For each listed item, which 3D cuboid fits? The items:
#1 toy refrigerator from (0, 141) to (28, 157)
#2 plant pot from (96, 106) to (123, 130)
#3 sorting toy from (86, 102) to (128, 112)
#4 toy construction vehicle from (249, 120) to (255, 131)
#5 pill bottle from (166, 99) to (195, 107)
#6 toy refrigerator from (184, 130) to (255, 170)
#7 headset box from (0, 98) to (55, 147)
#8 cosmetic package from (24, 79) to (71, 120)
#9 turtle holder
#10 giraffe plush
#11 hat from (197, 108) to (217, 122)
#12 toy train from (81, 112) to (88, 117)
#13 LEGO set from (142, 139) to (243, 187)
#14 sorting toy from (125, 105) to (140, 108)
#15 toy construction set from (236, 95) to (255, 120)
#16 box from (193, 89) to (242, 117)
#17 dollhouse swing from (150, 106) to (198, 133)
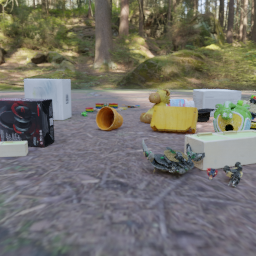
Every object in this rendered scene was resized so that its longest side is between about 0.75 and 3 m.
[{"bbox_3d":[-3.127,0.526,7.179,1.013,0.354,0.385,-2,11,-9],"label":"toy refrigerator"},{"bbox_3d":[-0.634,-0.322,10.801,0.897,0.897,0.821,7,-3,33],"label":"plant pot"},{"bbox_3d":[-1.181,-1.301,17.156,1.370,0.481,2.843,8,12,37],"label":"sorting toy"},{"bbox_3d":[4.532,-0.015,9.251,1.963,0.691,1.709,3,11,17],"label":"toy construction vehicle"},{"bbox_3d":[2.735,-1.145,15.164,1.591,0.865,0.865,-1,10,0],"label":"pill bottle"},{"bbox_3d":[2.405,0.446,6.599,2.036,0.712,0.773,-4,11,-20],"label":"toy refrigerator"},{"bbox_3d":[-3.186,-0.189,8.324,1.823,1.355,0.684,3,12,12],"label":"headset box"},{"bbox_3d":[-3.871,-1.408,13.591,1.919,1.913,1.179,2,10,9],"label":"cosmetic package"},{"bbox_3d":[3.058,-0.158,8.158,1.109,1.037,1.460,15,-25,5],"label":"turtle holder"},{"bbox_3d":[1.447,-1.025,12.657,1.585,1.490,1.837,9,13,41],"label":"giraffe plush"},{"bbox_3d":[3.390,-0.553,12.788,1.381,0.557,1.381,-7,6,1],"label":"hat"},{"bbox_3d":[-2.323,-0.734,14.858,0.246,0.182,0.871,-14,14,-18],"label":"toy train"},{"bbox_3d":[1.203,0.794,5.682,2.079,0.589,1.350,25,26,38],"label":"LEGO set"},{"bbox_3d":[0.202,-1.485,19.101,1.288,0.175,0.725,4,6,19],"label":"sorting toy"},{"bbox_3d":[5.166,-0.606,10.684,2.919,1.345,1.914,2,11,14],"label":"toy construction set"},{"bbox_3d":[4.730,-1.397,15.181,2.044,1.336,2.033,0,10,-2],"label":"box"},{"bbox_3d":[1.834,-0.081,10.826,1.607,1.413,1.461,4,52,17],"label":"dollhouse swing"}]
